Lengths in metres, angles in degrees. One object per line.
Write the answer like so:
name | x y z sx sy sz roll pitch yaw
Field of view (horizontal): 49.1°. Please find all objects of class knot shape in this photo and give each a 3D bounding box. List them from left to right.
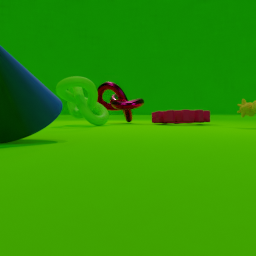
knot shape | -1.388 -0.791 9.105 1.848 0.913 1.975 43 -17 0
knot shape | -0.210 -0.998 11.238 2.034 0.940 1.903 36 -15 -36

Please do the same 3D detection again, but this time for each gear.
gear | 1.915 -0.389 10.189 2.067 0.382 2.067 -1 -1 0

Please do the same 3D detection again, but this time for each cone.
cone | -1.670 -0.678 3.702 1.268 1.273 1.268 -8 34 5

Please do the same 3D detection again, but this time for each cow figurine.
cow figurine | 3.351 -0.562 7.246 0.949 0.530 0.965 3 -11 18
